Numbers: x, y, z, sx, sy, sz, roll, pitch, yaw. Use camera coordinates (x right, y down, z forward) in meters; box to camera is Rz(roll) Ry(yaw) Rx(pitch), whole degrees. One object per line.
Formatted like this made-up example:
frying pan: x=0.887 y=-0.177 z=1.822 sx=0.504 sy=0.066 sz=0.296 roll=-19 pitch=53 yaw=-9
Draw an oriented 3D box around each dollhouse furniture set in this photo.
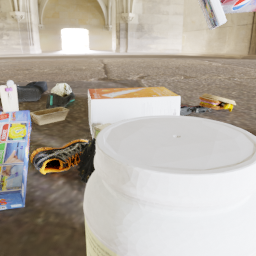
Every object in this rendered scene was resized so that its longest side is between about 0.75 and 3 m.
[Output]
dollhouse furniture set: x=-3.367 y=-0.976 z=9.639 sx=2.234 sy=1.585 sz=1.770 roll=-16 pitch=24 yaw=-39

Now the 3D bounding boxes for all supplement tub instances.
supplement tub: x=0.389 y=1.085 z=2.595 sx=1.557 sy=2.148 sz=1.557 roll=0 pitch=19 yaw=0

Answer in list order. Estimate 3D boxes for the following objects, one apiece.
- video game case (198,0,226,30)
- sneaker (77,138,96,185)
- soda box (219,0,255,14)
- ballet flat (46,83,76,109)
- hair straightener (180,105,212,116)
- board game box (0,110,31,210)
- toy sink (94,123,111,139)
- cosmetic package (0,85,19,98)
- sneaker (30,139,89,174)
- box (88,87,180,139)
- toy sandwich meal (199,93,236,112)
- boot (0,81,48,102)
video game case: x=1.675 y=-3.034 z=6.170 sx=0.193 sy=1.676 sz=1.527 roll=-22 pitch=11 yaw=14
sneaker: x=0.053 y=0.877 z=5.383 sx=2.979 sy=1.071 sz=1.080 roll=11 pitch=-15 yaw=47
soda box: x=3.127 y=-3.745 z=7.485 sx=2.749 sy=0.872 sz=0.963 roll=-21 pitch=-13 yaw=-36
ballet flat: x=-2.799 y=-1.398 z=11.944 sx=0.920 sy=0.926 sz=2.707 roll=-2 pitch=18 yaw=0
hair straightener: x=2.515 y=-0.625 z=10.706 sx=1.799 sy=0.368 sz=0.692 roll=-3 pitch=19 yaw=-22
board game box: x=-2.902 y=0.550 z=5.620 sx=1.695 sy=0.431 sz=2.504 roll=-4 pitch=39 yaw=-12
toy sink: x=-0.402 y=0.330 z=7.237 sx=0.558 sy=0.650 sz=0.997 roll=-16 pitch=25 yaw=-39
cosmetic package: x=-6.042 y=-1.797 z=13.754 sx=1.288 sy=0.581 sz=0.688 roll=0 pitch=18 yaw=-10
sneaker: x=-1.394 y=0.704 z=6.382 sx=1.515 sy=0.593 sz=0.585 roll=-13 pitch=34 yaw=-23
box: x=0.107 y=-0.508 z=8.735 sx=2.601 sy=1.268 sz=1.618 roll=-4 pitch=19 yaw=-11
toy sandwich meal: x=3.502 y=-0.972 z=11.013 sx=1.495 sy=0.512 sz=1.495 roll=15 pitch=10 yaw=-3
boot: x=-5.022 y=-1.899 z=13.640 sx=1.916 sy=0.763 sz=2.324 roll=7 pitch=21 yaw=-10
